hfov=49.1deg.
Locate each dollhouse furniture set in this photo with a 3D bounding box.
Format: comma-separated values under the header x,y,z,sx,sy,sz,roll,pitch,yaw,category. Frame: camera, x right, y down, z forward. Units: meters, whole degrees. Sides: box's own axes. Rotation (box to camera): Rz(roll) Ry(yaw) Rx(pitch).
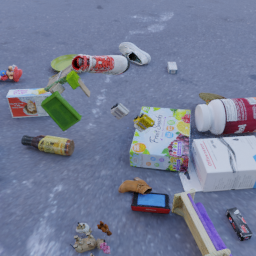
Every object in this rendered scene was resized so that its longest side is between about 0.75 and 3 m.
x,y,z,sx,sy,sz,roll,pitch,yaw,category
-1.999,-1.175,9.389,1.421,1.097,2.842,-32,27,13,dollhouse furniture set

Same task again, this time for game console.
x,y,z,sx,sy,sz,roll,pitch,yaw,category
0.686,2.162,8.372,1.127,0.972,0.669,3,65,5,game console

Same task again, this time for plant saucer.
x,y,z,sx,sy,sz,roll,pitch,yaw,category
-3.188,-3.542,15.716,2.186,0.340,2.186,0,39,0,plant saucer

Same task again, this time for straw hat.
x,y,z,sx,sy,sz,roll,pitch,yaw,category
3.687,-0.884,12.066,1.610,1.610,0.681,22,82,25,straw hat

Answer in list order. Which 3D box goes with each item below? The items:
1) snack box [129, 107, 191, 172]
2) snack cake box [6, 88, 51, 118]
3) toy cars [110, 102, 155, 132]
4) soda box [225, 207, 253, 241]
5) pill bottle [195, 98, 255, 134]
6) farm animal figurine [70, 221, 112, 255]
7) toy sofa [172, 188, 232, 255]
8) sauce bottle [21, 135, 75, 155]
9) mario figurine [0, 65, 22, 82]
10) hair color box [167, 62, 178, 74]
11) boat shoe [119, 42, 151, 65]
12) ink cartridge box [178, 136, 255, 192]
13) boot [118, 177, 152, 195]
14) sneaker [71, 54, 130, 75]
x,y,z,sx,sy,sz,roll,pitch,yaw,category
1.292,0.305,10.539,2.018,0.752,2.837,4,38,10,snack box
-4.087,-1.076,12.048,1.872,1.077,0.629,-3,39,-5,snack cake box
0.035,-0.292,8.609,1.910,0.856,0.423,25,71,36,toy cars
3.135,2.715,7.950,0.318,0.285,0.900,-8,40,-10,soda box
3.980,-0.458,11.032,2.446,1.382,1.382,-3,39,-3,pill bottle
-0.911,3.087,7.302,1.162,0.612,1.175,-3,44,16,farm animal figurine
2.024,2.675,7.559,0.992,0.842,2.033,-10,40,-11,toy sofa
-2.973,0.599,10.352,1.944,0.642,0.642,6,39,12,sauce bottle
-6.313,-2.885,14.385,1.736,0.920,1.072,-6,70,4,mario figurine
2.449,-3.331,15.494,0.460,0.282,0.929,0,40,0,hair color box
0.219,-4.346,16.289,2.335,0.859,0.780,30,47,31,boat shoe
3.125,1.176,9.353,2.784,0.928,1.612,-4,39,-4,ink cartridge box
0.235,1.942,8.849,0.939,0.360,0.729,-14,31,-38,boot
-0.844,-1.825,8.069,1.686,0.563,0.903,8,11,33,sneaker
